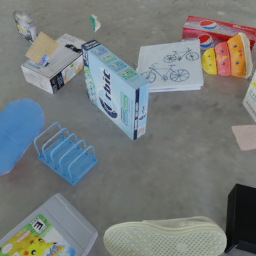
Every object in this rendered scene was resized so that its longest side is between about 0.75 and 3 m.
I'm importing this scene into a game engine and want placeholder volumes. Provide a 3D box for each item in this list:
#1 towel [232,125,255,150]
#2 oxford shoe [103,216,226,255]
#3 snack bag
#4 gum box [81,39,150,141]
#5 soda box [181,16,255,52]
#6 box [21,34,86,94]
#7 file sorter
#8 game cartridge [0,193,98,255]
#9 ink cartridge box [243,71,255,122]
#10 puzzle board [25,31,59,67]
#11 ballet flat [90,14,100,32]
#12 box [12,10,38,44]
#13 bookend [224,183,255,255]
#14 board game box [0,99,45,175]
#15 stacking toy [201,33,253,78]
[{"bbox_3d":[3.869,0.289,8.951,0.876,0.148,0.917,-5,51,-5],"label":"towel"},{"bbox_3d":[0.840,2.615,6.672,2.822,1.061,0.815,-5,9,5],"label":"oxford shoe"},{"bbox_3d":[1.518,-2.399,10.735,2.533,0.288,2.687,-3,52,14],"label":"snack bag"},{"bbox_3d":[-0.435,-1.183,8.818,0.579,2.209,2.601,-33,57,-24],"label":"gum box"},{"bbox_3d":[3.794,-3.856,11.844,2.935,0.931,1.028,16,52,13],"label":"soda box"},{"bbox_3d":[-2.646,-2.562,10.887,1.478,0.762,2.533,27,55,21],"label":"box"},{"bbox_3d":[-1.816,0.688,8.122,1.509,0.926,1.047,32,58,23],"label":"file sorter"},{"bbox_3d":[-2.086,2.967,6.550,1.765,0.536,2.647,37,60,22],"label":"game cartridge"},{"bbox_3d":[5.120,-1.173,8.539,1.919,2.653,1.928,-12,51,-6],"label":"ink cartridge box"},{"bbox_3d":[-2.363,-2.156,7.720,0.791,0.596,0.069,-53,41,6],"label":"puzzle board"},{"bbox_3d":[-1.491,-4.907,13.094,0.432,0.432,1.243,-11,51,-9],"label":"ballet flat"},{"bbox_3d":[-4.424,-4.356,12.189,0.317,1.038,1.311,-37,60,-26],"label":"box"},{"bbox_3d":[3.300,2.385,6.843,1.605,0.739,1.595,12,53,9],"label":"bookend"},{"bbox_3d":[-3.488,0.334,8.565,2.054,0.506,2.600,24,74,34],"label":"board game box"},{"bbox_3d":[3.411,-2.539,10.692,2.290,1.673,1.673,-10,49,16],"label":"stacking toy"}]
